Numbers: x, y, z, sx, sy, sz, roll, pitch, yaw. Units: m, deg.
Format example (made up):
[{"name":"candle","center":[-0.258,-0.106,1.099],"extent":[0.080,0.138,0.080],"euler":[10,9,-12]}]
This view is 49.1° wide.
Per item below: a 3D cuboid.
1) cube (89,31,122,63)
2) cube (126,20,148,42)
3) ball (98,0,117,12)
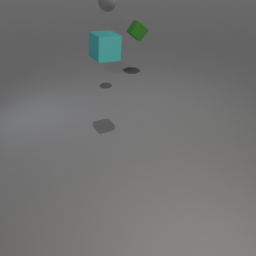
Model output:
[{"name":"cube","center":[-0.650,-2.290,7.854],"extent":[0.700,0.700,0.700],"euler":[-13,35,-28]},{"name":"cube","center":[0.470,-4.941,14.227],"extent":[0.700,0.700,0.700],"euler":[30,12,-32]},{"name":"ball","center":[-0.785,-4.799,10.662],"extent":[0.700,0.700,0.700],"euler":[0,33,0]}]
